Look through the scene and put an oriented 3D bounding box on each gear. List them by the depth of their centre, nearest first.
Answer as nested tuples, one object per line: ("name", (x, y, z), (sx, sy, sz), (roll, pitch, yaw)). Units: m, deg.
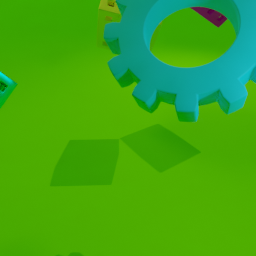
("gear", (0.742, -1.108, 3.320), (2.030, 0.375, 2.030), (-4, 73, 14))

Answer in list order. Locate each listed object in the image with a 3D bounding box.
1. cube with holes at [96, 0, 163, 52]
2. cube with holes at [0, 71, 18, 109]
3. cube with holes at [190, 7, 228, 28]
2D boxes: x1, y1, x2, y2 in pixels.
("cube with holes", (0.074, -2.479, 6.090), (1.239, 1.239, 1.239), (13, 71, -4))
("cube with holes", (-2.333, -0.547, 3.837), (0.940, 0.940, 0.940), (19, 74, 47))
("cube with holes", (2.006, -3.421, 6.535), (1.231, 1.231, 1.231), (12, 49, -40))
